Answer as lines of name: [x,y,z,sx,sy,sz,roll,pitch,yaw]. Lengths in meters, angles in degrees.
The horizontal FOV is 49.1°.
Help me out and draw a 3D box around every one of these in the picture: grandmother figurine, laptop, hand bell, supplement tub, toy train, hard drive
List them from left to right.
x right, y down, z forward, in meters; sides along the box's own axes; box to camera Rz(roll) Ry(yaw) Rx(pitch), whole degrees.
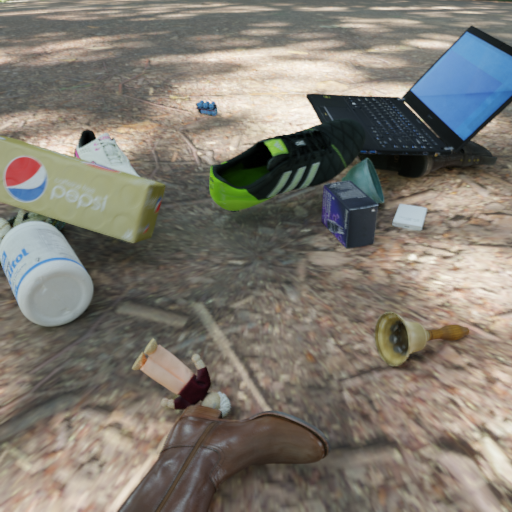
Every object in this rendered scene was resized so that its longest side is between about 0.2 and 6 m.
supplement tub: [-3.368,0.257,8.924,1.109,1.109,1.681,-18,35,-27]
grandmother figurine: [-0.878,1.579,6.845,1.284,0.779,0.389,36,19,-8]
toy train: [-1.554,-4.637,17.609,0.724,0.414,0.314,9,35,14]
hard drive: [3.192,-0.808,11.618,0.580,0.115,0.879,11,33,18]
laptop: [3.596,-3.985,13.058,4.104,2.120,3.637,0,34,-8]
hand bell: [2.516,1.153,8.109,1.441,0.750,0.750,0,29,-26]

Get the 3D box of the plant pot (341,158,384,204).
plant pot: [2.263,-1.519,12.106,0.678,1.012,1.012,-19,25,23]

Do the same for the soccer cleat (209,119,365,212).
soccer cleat: [0.685,-1.929,11.163,3.464,1.404,1.170,-25,71,-7]

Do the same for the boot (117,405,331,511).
boot: [-0.397,2.476,5.692,1.931,0.666,2.072,-1,26,23]

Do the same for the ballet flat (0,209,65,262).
ballet flat: [-4.526,-0.512,10.455,0.802,0.802,2.160,18,37,27]

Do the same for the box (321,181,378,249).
box: [1.798,-0.820,10.902,0.616,0.873,1.180,-10,32,-15]

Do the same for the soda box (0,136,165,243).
soda box: [-3.375,-1.218,10.063,3.218,1.090,1.030,17,9,5]

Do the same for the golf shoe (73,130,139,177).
golf shoe: [-3.265,-1.932,12.007,1.031,1.308,2.841,-12,26,-36]

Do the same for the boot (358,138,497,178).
boot: [4.165,-2.679,14.096,2.529,1.006,2.905,-13,36,-31]
